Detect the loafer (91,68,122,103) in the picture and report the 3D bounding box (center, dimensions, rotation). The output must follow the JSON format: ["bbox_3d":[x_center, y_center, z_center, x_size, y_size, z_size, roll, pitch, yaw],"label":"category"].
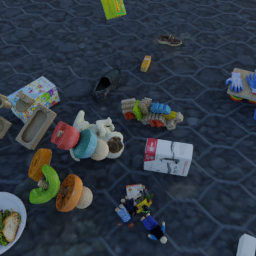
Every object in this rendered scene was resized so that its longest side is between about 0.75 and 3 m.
[{"bbox_3d":[-0.895,-2.016,12.394,0.741,0.767,2.184,27,56,10],"label":"loafer"}]

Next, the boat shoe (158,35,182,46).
[{"bbox_3d":[2.230,-4.669,14.759,1.244,0.448,0.449,13,52,10],"label":"boat shoe"}]

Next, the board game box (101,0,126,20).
[{"bbox_3d":[-0.763,-5.502,11.118,0.505,2.122,1.078,-9,21,25],"label":"board game box"}]

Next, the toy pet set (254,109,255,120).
[{"bbox_3d":[5.968,-0.792,11.521,1.500,0.853,1.607,-39,96,-24],"label":"toy pet set"}]

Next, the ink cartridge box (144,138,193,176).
[{"bbox_3d":[1.376,1.026,9.728,1.564,1.148,0.648,8,51,8],"label":"ink cartridge box"}]

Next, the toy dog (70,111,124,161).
[{"bbox_3d":[-1.057,0.427,10.146,1.901,1.327,1.843,17,58,11],"label":"toy dog"}]

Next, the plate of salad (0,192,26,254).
[{"bbox_3d":[-4.249,2.905,8.637,2.113,0.508,2.113,0,52,0],"label":"plate of salad"}]

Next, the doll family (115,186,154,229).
[{"bbox_3d":[0.247,2.519,8.781,1.431,0.827,0.561,-31,21,-4],"label":"doll family"}]

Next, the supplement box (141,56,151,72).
[{"bbox_3d":[0.867,-3.125,13.617,0.309,0.299,0.898,12,52,10],"label":"supplement box"}]

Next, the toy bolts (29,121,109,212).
[{"bbox_3d":[-1.904,1.188,9.349,2.650,1.838,2.532,-63,29,1],"label":"toy bolts"}]

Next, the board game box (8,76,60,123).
[{"bbox_3d":[-3.908,-1.185,11.650,0.937,0.921,1.787,37,60,26],"label":"board game box"}]

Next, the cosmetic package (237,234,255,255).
[{"bbox_3d":[3.392,3.611,8.081,0.386,0.489,0.910,20,55,16],"label":"cosmetic package"}]

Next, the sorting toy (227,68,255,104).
[{"bbox_3d":[5.300,-1.730,12.308,1.667,0.584,1.677,18,54,15],"label":"sorting toy"}]

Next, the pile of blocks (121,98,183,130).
[{"bbox_3d":[0.898,-0.515,11.048,2.528,1.038,0.786,10,52,8],"label":"pile of blocks"}]

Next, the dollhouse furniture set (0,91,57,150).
[{"bbox_3d":[-4.226,-0.340,9.941,2.149,1.751,2.043,33,88,8],"label":"dollhouse furniture set"}]

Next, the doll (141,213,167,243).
[{"bbox_3d":[0.852,3.108,8.643,0.675,0.240,0.989,-29,56,-20],"label":"doll"}]

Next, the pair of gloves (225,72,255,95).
[{"bbox_3d":[5.023,-1.944,11.985,1.660,0.189,1.334,10,51,8],"label":"pair of gloves"}]

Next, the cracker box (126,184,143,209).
[{"bbox_3d":[0.251,2.285,9.309,0.533,0.230,0.796,-5,50,-4],"label":"cracker box"}]
